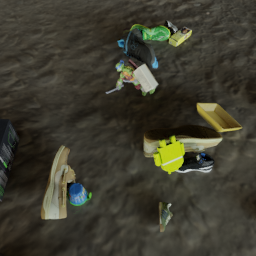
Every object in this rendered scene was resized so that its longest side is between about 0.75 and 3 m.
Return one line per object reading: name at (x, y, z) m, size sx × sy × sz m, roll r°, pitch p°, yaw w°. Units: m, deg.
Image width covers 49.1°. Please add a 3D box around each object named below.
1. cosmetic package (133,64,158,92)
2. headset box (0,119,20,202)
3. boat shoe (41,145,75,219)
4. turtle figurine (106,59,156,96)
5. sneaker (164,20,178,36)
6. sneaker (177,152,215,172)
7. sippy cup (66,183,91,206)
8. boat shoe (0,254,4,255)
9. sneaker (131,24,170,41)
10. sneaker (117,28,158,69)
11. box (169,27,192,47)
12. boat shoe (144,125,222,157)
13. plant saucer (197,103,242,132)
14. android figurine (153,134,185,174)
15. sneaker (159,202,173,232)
cosmetic package at (0.640, -1.811, 10.200) m, size 0.329 × 0.465 × 0.899 m, roll -36°, pitch 94°, yaw -35°
headset box at (-5.158, 1.102, 9.141) m, size 2.343 × 1.248 × 2.691 m, roll 1°, pitch 53°, yaw 1°
boat shoe at (-2.113, 1.721, 8.990) m, size 0.833 × 0.929 × 2.510 m, roll 11°, pitch 54°, yaw -8°
turtle figurine at (0.133, -1.667, 10.978) m, size 1.712 × 1.270 × 1.765 m, roll 25°, pitch 42°, yaw -26°
sneaker at (2.228, -5.151, 14.453) m, size 0.448 × 0.418 × 1.131 m, roll -10°, pitch 54°, yaw -28°
sneaker at (2.175, 1.098, 9.427) m, size 1.421 × 0.795 × 0.519 m, roll 0°, pitch 53°, yaw 0°
sippy cup at (-1.611, 2.045, 8.836) m, size 0.816 × 0.598 × 0.640 m, roll -19°, pitch 56°, yaw -15°
boat shoe at (-3.952, 4.170, 7.184) m, size 0.607 × 0.743 × 2.012 m, roll 10°, pitch 45°, yaw 14°
sneaker at (1.049, -4.577, 13.758) m, size 2.044 × 0.757 × 0.854 m, roll 11°, pitch 46°, yaw 20°
sneaker at (0.460, -3.485, 12.906) m, size 1.164 × 1.040 × 2.841 m, roll -26°, pitch 49°, yaw -3°
box at (2.622, -4.581, 14.022) m, size 0.489 × 0.326 × 1.299 m, roll 34°, pitch 61°, yaw 24°
boat shoe at (1.931, 0.527, 9.956) m, size 2.798 × 0.880 × 1.021 m, roll -5°, pitch 31°, yaw -12°
plant saucer at (3.360, -0.348, 10.517) m, size 1.456 × 0.353 × 1.457 m, roll -4°, pitch 46°, yaw -42°
android figurine at (1.384, 0.889, 9.173) m, size 1.161 × 1.275 × 0.262 m, roll -22°, pitch 18°, yaw -22°
sneaker at (1.161, 2.682, 8.527) m, size 0.418 × 0.312 × 0.930 m, roll -2°, pitch 50°, yaw 5°
